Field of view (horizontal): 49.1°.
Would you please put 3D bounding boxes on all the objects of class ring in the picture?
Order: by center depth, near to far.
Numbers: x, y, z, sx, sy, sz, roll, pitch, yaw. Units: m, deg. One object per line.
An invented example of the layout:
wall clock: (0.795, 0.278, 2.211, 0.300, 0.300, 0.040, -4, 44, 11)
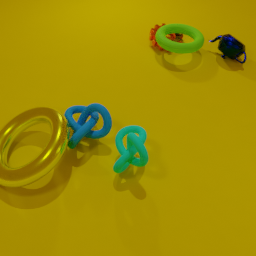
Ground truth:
ring: (-2.272, 0.362, 6.371, 2.085, 0.417, 2.085, -13, 51, 16)
ring: (1.679, -2.920, 9.079, 1.580, 0.316, 1.580, 2, 47, -2)

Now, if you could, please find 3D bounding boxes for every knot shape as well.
knot shape: (0.057, 0.401, 6.234, 0.540, 1.169, 1.094, 20, 50, -23)
knot shape: (-1.069, -0.164, 6.853, 1.297, 0.599, 1.214, -36, 48, 4)

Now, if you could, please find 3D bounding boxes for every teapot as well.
teapot: (3.235, -2.580, 8.998, 1.438, 0.704, 0.894, 49, 31, 23)

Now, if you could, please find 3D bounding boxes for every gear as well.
gear: (1.312, -3.118, 9.619, 1.157, 0.214, 1.157, 4, 58, -7)
